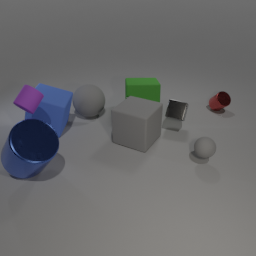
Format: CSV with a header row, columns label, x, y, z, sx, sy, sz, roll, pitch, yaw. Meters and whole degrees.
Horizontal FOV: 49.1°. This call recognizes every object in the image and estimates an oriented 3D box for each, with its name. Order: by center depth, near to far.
label,x,y,z,sx,sy,sz,roll,pitch,yaw
cylinder,-2.944,0.639,8.373,1.400,1.400,1.400,16,56,-26
cylinder,-3.190,-0.919,9.004,0.700,0.700,0.700,19,75,30
ball,2.499,0.631,9.094,0.700,0.700,0.700,0,30,0
cube,0.346,-0.183,10.316,1.400,1.400,1.400,16,34,25
cube,1.906,-0.685,10.880,0.700,0.700,0.700,15,4,16
cube,-3.066,-0.697,10.894,1.400,1.400,1.400,15,30,-5
ball,-1.673,-1.177,12.011,1.400,1.400,1.400,0,30,0
cube,0.601,-1.358,12.133,1.400,1.400,1.400,-1,21,-2
cylinder,4.065,-1.179,12.422,0.700,0.700,0.700,-11,-12,-17
